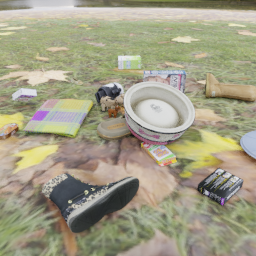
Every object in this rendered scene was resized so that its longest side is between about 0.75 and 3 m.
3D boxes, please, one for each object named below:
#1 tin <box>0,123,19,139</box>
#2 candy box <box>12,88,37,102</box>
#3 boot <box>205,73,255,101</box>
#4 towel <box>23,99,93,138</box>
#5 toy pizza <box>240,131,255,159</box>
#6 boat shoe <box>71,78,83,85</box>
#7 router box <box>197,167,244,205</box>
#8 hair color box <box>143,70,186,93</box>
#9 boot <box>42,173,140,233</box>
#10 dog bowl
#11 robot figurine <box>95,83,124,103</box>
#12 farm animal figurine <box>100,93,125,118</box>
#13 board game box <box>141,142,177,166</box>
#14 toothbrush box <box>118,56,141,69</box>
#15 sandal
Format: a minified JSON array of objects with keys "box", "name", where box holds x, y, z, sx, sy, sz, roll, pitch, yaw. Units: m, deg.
[{"box":[-4.181,0.102,9.677,0.521,0.195,0.930,13,31,14],"name":"tin"},{"box":[-4.242,-1.345,11.479,0.788,0.282,0.661,-19,-12,41],"name":"candy box"},{"box":[4.584,-1.834,12.695,2.087,0.690,1.828,5,42,11],"name":"boot"},{"box":[-2.502,-0.459,10.563,1.952,0.310,2.718,3,30,5],"name":"towel"},{"box":[4.489,0.678,8.482,2.080,0.330,2.080,0,28,0],"name":"toy pizza"},{"box":[-2.538,-2.324,13.957,0.772,0.243,0.282,23,36,35],"name":"boat shoe"},{"box":[2.362,1.460,7.146,0.994,0.254,0.742,-25,38,-37],"name":"router box"},{"box":[1.654,-2.111,12.843,1.894,0.947,0.573,0,29,1],"name":"hair color box"},{"box":[-0.875,1.445,6.694,2.014,0.727,1.521,-24,36,-36],"name":"boot"},{"box":[0.926,-0.444,9.035,2.319,0.855,2.319,7,48,-7],"name":"dog bowl"},{"box":[-0.781,-1.471,11.855,1.265,0.789,0.950,-25,50,-35],"name":"robot figurine"},{"box":[-0.260,-1.042,11.127,1.495,0.752,1.207,-16,33,-27],"name":"farm animal figurine"},{"box":[0.936,0.735,8.568,0.586,0.184,1.228,-13,35,-22],"name":"board game box"},{"box":[0.090,-3.821,16.319,1.311,0.564,0.955,-2,29,0],"name":"toothbrush box"},{"box":[0.279,-0.382,9.891,2.957,0.799,1.188,-16,33,-26],"name":"sandal"}]
